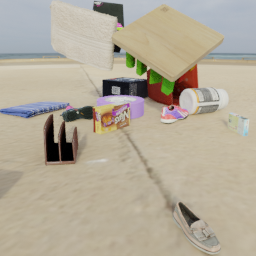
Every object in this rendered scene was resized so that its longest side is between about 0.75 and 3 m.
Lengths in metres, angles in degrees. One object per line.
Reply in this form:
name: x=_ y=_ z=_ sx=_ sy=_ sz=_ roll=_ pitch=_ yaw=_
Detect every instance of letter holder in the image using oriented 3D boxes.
letter holder: x=-1.846 y=0.221 z=7.857 sx=0.781 sy=1.104 sz=1.553 roll=-2 pitch=16 yaw=-7

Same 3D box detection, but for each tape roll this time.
tape roll: x=-0.334 y=-0.963 z=12.642 sx=2.126 sy=0.697 sz=2.126 roll=-1 pitch=16 yaw=0

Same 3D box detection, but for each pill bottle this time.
pill bottle: x=3.488 y=-1.255 z=12.800 sx=2.023 sy=1.177 sz=1.177 roll=-6 pitch=17 yaw=-24

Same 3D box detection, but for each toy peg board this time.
toy peg board: x=1.341 y=-2.726 z=9.946 sx=2.756 sy=1.348 sz=2.745 roll=40 pitch=64 yaw=23

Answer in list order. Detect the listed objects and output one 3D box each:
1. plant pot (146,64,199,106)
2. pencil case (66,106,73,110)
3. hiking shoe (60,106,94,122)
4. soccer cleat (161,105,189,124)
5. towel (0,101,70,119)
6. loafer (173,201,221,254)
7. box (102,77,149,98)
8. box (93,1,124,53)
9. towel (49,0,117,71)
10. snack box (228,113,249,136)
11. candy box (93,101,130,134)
plant pot: x=2.326 y=-2.511 z=15.471 sx=2.358 sy=2.356 sz=2.078 roll=-14 pitch=12 yaw=-40
pencil case: x=-2.633 y=-0.828 z=12.870 sx=0.352 sy=0.341 sz=0.751 roll=-27 pitch=23 yaw=-17
hiking shoe: x=-2.005 y=-0.672 z=11.791 sx=1.621 sy=0.603 sz=0.703 roll=-7 pitch=19 yaw=-23
soccer cleat: x=1.995 y=-0.673 z=11.659 sx=0.633 sy=0.679 sz=1.857 roll=13 pitch=21 yaw=38
towel: x=-4.373 y=-0.919 z=13.349 sx=1.980 sy=0.326 sz=2.734 roll=7 pitch=16 yaw=31
loafer: x=1.074 y=1.584 z=4.557 sx=0.390 sy=0.341 sz=1.086 roll=-7 pitch=18 yaw=-23
box: x=-0.125 y=-2.347 z=16.603 sx=2.126 sy=1.107 sz=1.936 roll=13 pitch=19 yaw=36
box: x=-0.890 y=-4.315 z=11.999 sx=1.314 sy=1.770 sz=1.100 roll=2 pitch=-20 yaw=-13
towel: x=-1.739 y=-3.461 z=10.430 sx=2.960 sy=1.961 sz=0.510 roll=24 pitch=37 yaw=22
snack box: x=3.923 y=-0.145 z=10.007 sx=0.191 sy=0.599 sz=1.031 roll=-5 pitch=17 yaw=-10
candy box: x=-0.572 y=-0.404 z=10.314 sx=0.450 sy=0.929 sz=1.593 roll=15 pitch=21 yaw=40
